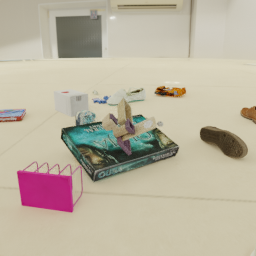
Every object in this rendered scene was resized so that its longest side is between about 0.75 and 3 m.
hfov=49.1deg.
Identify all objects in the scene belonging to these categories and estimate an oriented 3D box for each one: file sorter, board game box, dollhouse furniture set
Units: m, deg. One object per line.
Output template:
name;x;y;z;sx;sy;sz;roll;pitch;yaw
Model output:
file sorter;-1.623;1.201;6.035;1.166;0.810;0.731;4;18;12
board game box;-0.195;0.420;8.111;2.895;0.408;1.958;-13;40;-35
board game box;-5.940;-0.524;12.242;2.639;0.257;1.358;-3;20;-10
dollhouse furniture set;0.158;-0.469;7.286;1.195;1.334;1.684;-24;42;18

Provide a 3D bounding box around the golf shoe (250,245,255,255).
golf shoe;2.508;1.980;3.525;0.749;0.910;1.989;-12;23;-36

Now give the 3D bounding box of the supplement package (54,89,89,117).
supplement package;-2.702;-1.224;13.249;0.979;0.967;1.614;-15;23;-38

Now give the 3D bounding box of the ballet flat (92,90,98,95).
ballet flat;-2.067;-2.188;17.495;0.277;0.277;0.773;-6;16;-16

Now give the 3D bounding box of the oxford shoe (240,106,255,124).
oxford shoe;5.478;-0.684;12.093;0.686;0.686;1.924;-3;16;-5

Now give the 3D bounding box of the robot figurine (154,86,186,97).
robot figurine;2.537;-2.249;17.089;1.862;0.542;1.350;9;18;25

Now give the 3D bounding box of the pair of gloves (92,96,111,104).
pair of gloves;-1.265;-1.597;15.682;1.612;0.184;1.296;-9;20;-29

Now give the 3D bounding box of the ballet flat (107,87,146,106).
ballet flat;-0.061;-1.817;15.249;2.514;0.873;0.873;-13;22;-34

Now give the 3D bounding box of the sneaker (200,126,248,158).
sneaker;3.152;0.336;8.849;0.782;0.729;2.071;-5;19;-20

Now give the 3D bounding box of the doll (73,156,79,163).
doll;-0.931;0.479;8.650;1.506;0.535;2.207;29;28;16

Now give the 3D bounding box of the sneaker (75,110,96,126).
sneaker;-1.713;-0.426;11.471;0.639;0.575;1.482;6;19;8
